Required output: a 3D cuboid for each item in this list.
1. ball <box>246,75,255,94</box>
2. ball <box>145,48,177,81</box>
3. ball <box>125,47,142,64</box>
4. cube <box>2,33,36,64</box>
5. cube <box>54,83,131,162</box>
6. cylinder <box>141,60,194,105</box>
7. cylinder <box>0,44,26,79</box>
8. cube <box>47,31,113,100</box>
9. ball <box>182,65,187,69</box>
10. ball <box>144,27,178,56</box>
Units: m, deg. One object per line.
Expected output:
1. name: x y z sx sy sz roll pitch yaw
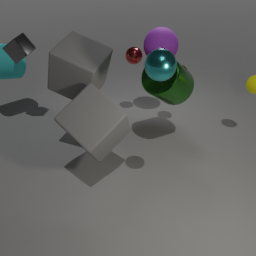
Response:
1. ball: 4.753 -1.614 10.381 0.700 0.700 0.700 0 30 0
2. ball: 0.710 -1.370 6.101 0.700 0.700 0.700 0 30 0
3. ball: 0.242 -2.969 11.482 0.700 0.700 0.700 0 30 0
4. cube: -3.986 -2.931 10.293 0.700 0.700 0.700 -25 28 27
5. cube: -0.926 -0.099 7.892 1.400 1.400 1.400 41 81 16
6. cylinder: 1.398 -1.631 9.744 1.400 1.400 1.400 24 4 35
7. cylinder: -5.152 -2.710 11.465 1.400 1.400 1.400 24 26 35
8. cube: -1.464 -1.799 8.524 1.400 1.400 1.400 25 48 3
9. ball: 1.997 -2.126 10.938 0.700 0.700 0.700 0 30 0
10. ball: 1.328 -3.342 11.325 1.400 1.400 1.400 0 30 0
